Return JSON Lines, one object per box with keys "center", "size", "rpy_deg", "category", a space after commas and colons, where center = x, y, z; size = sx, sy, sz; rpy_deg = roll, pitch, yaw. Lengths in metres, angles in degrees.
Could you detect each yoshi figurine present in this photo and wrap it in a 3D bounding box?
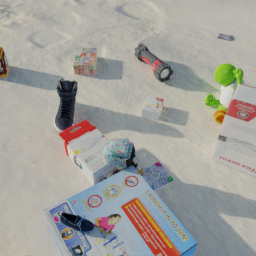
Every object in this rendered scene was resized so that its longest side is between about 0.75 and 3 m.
{"center": [3.930, -1.535, 11.084], "size": [1.664, 1.658, 2.961], "rpy_deg": [5, 41, 15], "category": "yoshi figurine"}

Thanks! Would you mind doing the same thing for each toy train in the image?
{"center": [-0.323, 1.498, 8.888], "size": [1.533, 0.261, 0.351], "rpy_deg": [-29, 40, -26], "category": "toy train"}

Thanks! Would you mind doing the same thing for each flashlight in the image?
{"center": [1.116, -3.066, 13.223], "size": [0.843, 0.846, 2.490], "rpy_deg": [-43, 47, 3], "category": "flashlight"}

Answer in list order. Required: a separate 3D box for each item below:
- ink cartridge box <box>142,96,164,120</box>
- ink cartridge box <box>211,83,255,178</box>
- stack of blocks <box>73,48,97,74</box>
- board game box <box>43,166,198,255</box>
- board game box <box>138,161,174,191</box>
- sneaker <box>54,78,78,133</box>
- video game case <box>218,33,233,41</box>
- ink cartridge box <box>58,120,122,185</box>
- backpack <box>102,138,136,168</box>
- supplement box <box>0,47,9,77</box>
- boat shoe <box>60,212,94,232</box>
{"center": [0.991, -0.810, 11.144], "size": [0.674, 0.387, 0.928], "rpy_deg": [13, 46, 12], "category": "ink cartridge box"}
{"center": [3.844, 0.166, 8.602], "size": [1.872, 2.550, 1.057], "rpy_deg": [21, 45, 19], "category": "ink cartridge box"}
{"center": [-2.052, -3.272, 13.604], "size": [0.949, 0.482, 1.647], "rpy_deg": [1, 44, 1], "category": "stack of blocks"}
{"center": [-0.276, 2.723, 7.210], "size": [2.821, 0.805, 2.882], "rpy_deg": [-24, 49, -23], "category": "board game box"}
{"center": [0.875, 1.517, 8.952], "size": [0.873, 0.113, 0.873], "rpy_deg": [-21, 48, -20], "category": "board game box"}
{"center": [-2.333, -0.947, 10.464], "size": [0.787, 1.495, 2.069], "rpy_deg": [5, 45, -9], "category": "sneaker"}
{"center": [5.512, -5.140, 15.830], "size": [0.759, 0.072, 0.542], "rpy_deg": [19, 47, 17], "category": "video game case"}
{"center": [-1.253, 0.741, 9.281], "size": [1.216, 0.704, 2.093], "rpy_deg": [-30, 54, -27], "category": "ink cartridge box"}
{"center": [-0.316, 0.735, 8.343], "size": [0.931, 0.701, 0.826], "rpy_deg": [-2, 38, 17], "category": "backpack"}
{"center": [-6.067, -3.050, 12.986], "size": [0.681, 1.026, 1.012], "rpy_deg": [-9, 45, -9], "category": "supplement box"}
{"center": [-1.251, 2.291, 6.802], "size": [0.875, 0.301, 0.368], "rpy_deg": [10, 34, 3], "category": "boat shoe"}
